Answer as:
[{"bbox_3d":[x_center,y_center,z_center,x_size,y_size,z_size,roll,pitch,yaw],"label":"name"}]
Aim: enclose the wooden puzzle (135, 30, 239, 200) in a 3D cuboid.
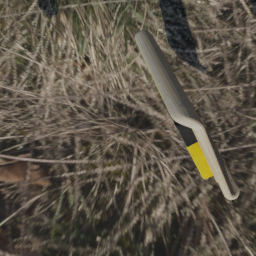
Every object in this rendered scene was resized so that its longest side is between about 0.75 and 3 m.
[{"bbox_3d":[0.876,-0.159,4.372,0.430,2.312,2.139,-30,45,14],"label":"wooden puzzle"}]
